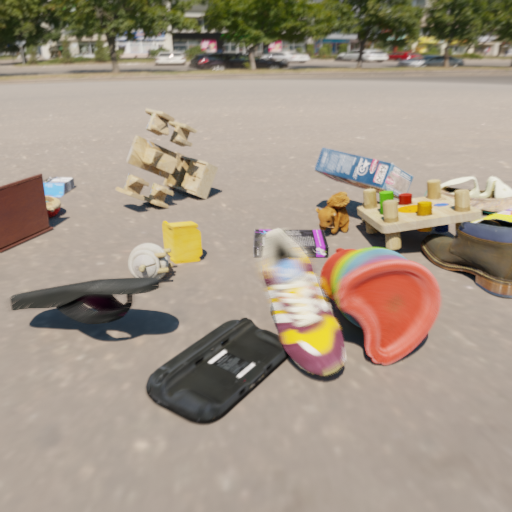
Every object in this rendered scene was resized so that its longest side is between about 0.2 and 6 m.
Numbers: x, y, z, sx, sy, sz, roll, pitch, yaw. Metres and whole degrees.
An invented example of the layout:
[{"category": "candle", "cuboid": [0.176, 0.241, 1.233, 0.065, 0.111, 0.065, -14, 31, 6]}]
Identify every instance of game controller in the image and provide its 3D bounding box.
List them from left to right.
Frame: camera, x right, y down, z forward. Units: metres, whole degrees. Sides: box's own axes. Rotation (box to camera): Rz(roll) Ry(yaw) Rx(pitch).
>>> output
[{"category": "game controller", "cuboid": [-0.382, 1.270, 6.447, 0.956, 0.386, 1.833, 28, 33, 23]}]

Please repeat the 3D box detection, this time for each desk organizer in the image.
[{"category": "desk organizer", "cuboid": [-5.105, -0.613, 9.915, 1.083, 1.163, 3.020, 8, 23, 20]}]

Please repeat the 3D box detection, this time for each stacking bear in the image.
[{"category": "stacking bear", "cuboid": [1.462, 0.404, 7.486, 1.156, 1.235, 2.033, -31, 14, -4]}]

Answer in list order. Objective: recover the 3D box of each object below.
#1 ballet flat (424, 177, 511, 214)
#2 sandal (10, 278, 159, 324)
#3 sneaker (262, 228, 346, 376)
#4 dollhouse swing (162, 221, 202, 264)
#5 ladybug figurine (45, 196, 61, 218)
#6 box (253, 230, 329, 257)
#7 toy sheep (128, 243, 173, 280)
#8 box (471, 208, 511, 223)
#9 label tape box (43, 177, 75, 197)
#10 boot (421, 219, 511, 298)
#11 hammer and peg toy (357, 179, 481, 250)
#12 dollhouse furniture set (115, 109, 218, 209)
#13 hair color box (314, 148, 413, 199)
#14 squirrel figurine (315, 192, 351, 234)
[{"category": "ballet flat", "cuboid": [4.864, -1.313, 12.170, 2.368, 0.796, 0.806, 1, 22, 1]}, {"category": "sandal", "cuboid": [-2.100, 0.587, 7.039, 2.167, 0.519, 0.814, -8, 3, 26]}, {"category": "sneaker", "cuboid": [0.466, 0.514, 6.591, 0.705, 0.847, 1.880, -24, 48, -2]}, {"category": "dollhouse swing", "cuboid": [-1.297, -0.291, 9.761, 0.618, 0.680, 0.598, -6, 22, -11]}, {"category": "ladybug figurine", "cuboid": [-4.571, -1.052, 12.124, 0.646, 0.342, 0.952, -14, 26, -32]}, {"category": "box", "cuboid": [0.612, -0.234, 10.235, 1.339, 0.242, 0.957, 2, 21, 1]}, {"category": "toy sheep", "cuboid": [-1.688, 0.110, 8.821, 0.690, 0.690, 1.001, 0, 4, 1]}, {"category": "box", "cuboid": [5.075, -0.404, 10.183, 2.555, 0.618, 1.499, -18, 27, -33]}, {"category": "label tape box", "cuboid": [-4.970, -1.704, 13.841, 0.642, 0.282, 0.891, 2, 22, 4]}, {"category": "boot", "cuboid": [3.542, -0.244, 9.113, 0.829, 1.076, 2.220, -8, 23, -21]}, {"category": "hammer and peg toy", "cuboid": [2.909, -0.913, 10.585, 1.843, 0.884, 2.506, -8, 16, -2]}, {"category": "dollhouse furniture set", "cuboid": [-2.143, -2.128, 12.925, 1.353, 1.909, 2.079, 23, 3, 42]}, {"category": "hair color box", "cuboid": [2.157, -1.677, 11.377, 0.891, 0.539, 1.781, 14, 7, -46]}, {"category": "squirrel figurine", "cuboid": [1.459, -0.871, 10.826, 0.608, 0.859, 0.802, 24, 9, 28]}]
